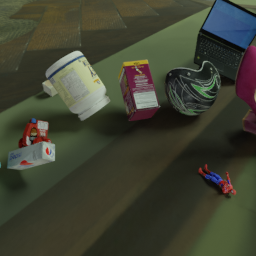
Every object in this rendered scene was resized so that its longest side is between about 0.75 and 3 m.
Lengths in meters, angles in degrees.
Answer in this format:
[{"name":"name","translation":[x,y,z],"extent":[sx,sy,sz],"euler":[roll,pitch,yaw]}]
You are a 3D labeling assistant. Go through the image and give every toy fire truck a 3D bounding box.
[{"name":"toy fire truck","translation":[-2.332,0.172,7.083],"extent":[0.527,0.789,0.940],"euler":[-2,-6,17]}]

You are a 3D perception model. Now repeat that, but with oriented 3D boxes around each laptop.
[{"name":"laptop","translation":[3.817,-3.250,10.453],"extent":[2.171,1.265,2.450],"euler":[21,62,-11]}]

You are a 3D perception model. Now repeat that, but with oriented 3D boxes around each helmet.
[{"name":"helmet","translation":[1.922,-1.191,8.594],"extent":[1.643,1.643,1.566],"euler":[29,50,34]}]

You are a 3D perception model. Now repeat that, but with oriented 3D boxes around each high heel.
[{"name":"high heel","translation":[3.545,-0.721,6.866],"extent":[1.440,2.995,1.010],"euler":[21,67,39]}]

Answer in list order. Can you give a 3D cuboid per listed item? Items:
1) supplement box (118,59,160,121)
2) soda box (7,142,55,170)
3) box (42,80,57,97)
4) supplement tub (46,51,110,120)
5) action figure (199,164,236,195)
[{"name":"supplement box","translation":[0.297,-1.114,8.420],"extent":[0.795,1.008,1.540],"euler":[-10,77,-14]},{"name":"soda box","translation":[-2.255,0.663,6.499],"extent":[1.204,0.382,0.411],"euler":[-15,68,28]},{"name":"box","translation":[-2.512,-1.604,10.074],"extent":[0.477,0.391,1.005],"euler":[33,55,24]},{"name":"supplement tub","translation":[-1.448,-1.231,8.330],"extent":[1.265,1.745,1.265],"euler":[-33,10,7]},{"name":"action figure","translation":[2.086,1.121,6.419],"extent":[0.320,0.486,0.981],"euler":[-25,45,-25]}]
